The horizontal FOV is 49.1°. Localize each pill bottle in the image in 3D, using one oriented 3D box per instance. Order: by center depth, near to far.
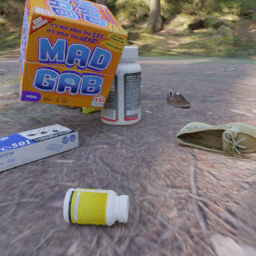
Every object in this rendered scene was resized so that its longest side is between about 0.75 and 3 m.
[{"bbox_3d":[-0.572,1.481,5.243,1.137,0.639,0.639,2,18,6],"label":"pill bottle"},{"bbox_3d":[-0.299,-1.733,11.281,1.686,2.960,1.686,0,18,0],"label":"pill bottle"}]

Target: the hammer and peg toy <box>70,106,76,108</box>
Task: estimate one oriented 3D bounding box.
[{"bbox_3d":[-2.435,-1.902,13.944,2.025,0.971,2.753,-40,33,-18],"label":"hammer and peg toy"}]

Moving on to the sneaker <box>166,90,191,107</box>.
[{"bbox_3d":[2.522,-1.486,14.245,0.614,0.658,1.743,-10,20,-28],"label":"sneaker"}]

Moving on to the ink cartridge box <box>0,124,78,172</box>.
[{"bbox_3d":[-2.870,0.508,8.312,1.198,0.563,2.548,16,24,42],"label":"ink cartridge box"}]

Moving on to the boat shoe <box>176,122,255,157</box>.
[{"bbox_3d":[2.700,0.370,8.350,2.621,0.961,0.821,3,20,43],"label":"boat shoe"}]

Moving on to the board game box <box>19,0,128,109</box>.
[{"bbox_3d":[-2.070,-2.667,9.488,2.788,2.786,2.785,4,37,-25],"label":"board game box"}]

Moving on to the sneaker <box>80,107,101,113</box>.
[{"bbox_3d":[-1.149,-1.258,13.177,1.142,0.989,2.530,38,47,22],"label":"sneaker"}]
